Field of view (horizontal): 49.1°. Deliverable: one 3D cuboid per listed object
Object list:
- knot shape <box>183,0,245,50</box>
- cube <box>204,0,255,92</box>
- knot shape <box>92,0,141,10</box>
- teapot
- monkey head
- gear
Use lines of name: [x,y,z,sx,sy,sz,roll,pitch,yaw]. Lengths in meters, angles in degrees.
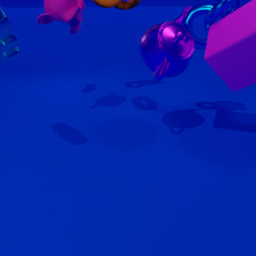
knot shape: [2.336,-2.729,7.004,1.715,1.605,0.792,7,58,-7]
cube: [2.639,-1.820,6.306,1.233,1.233,1.233,-23,39,44]
knot shape: [-0.475,-4.436,8.805,1.644,1.757,0.812,-26,42,-12]
teapot: [0.991,-1.928,6.485,1.291,2.076,1.017,27,-23,-14]
monkey head: [-1.679,-3.093,7.354,0.984,1.175,1.633,21,63,-1]
gear: [-2.536,-1.946,5.118,0.273,1.475,1.475,-37,41,-25]
